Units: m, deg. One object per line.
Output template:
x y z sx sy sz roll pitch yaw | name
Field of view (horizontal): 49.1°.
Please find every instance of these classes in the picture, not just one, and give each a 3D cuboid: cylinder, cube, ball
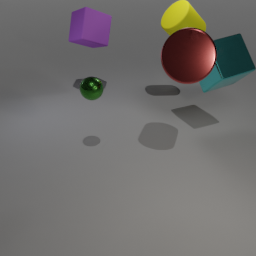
1.665 -1.960 7.739 1.400 1.400 1.400 6 14 11 | cylinder
-1.780 -4.620 13.055 1.400 1.400 1.400 4 7 -38 | cube
-1.068 -1.161 8.235 0.700 0.700 0.700 0 29 0 | ball
3.331 -2.276 9.998 1.400 1.400 1.400 -18 -8 -14 | cube
2.349 -4.377 11.864 1.400 1.400 1.400 29 8 -39 | cylinder
